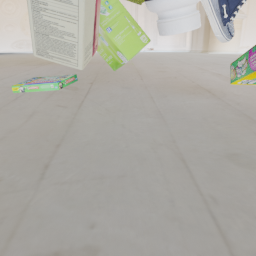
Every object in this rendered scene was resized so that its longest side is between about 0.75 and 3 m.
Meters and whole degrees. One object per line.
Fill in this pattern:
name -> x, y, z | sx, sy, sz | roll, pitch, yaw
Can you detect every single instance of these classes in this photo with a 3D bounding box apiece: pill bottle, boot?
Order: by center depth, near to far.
pill bottle -> 0.854, -3.040, 5.542 | 1.221, 2.192, 1.221 | -12, 24, 6
boot -> 2.802, -3.279, 7.631 | 1.112, 0.895, 2.462 | -4, -23, 35

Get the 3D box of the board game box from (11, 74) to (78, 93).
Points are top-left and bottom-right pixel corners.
board game box -> -1.514, -0.819, 5.137 | 0.988, 0.144, 0.665 | 0, 22, 21

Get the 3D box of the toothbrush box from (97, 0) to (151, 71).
toothbrush box -> -0.614, -2.914, 8.148 | 0.965, 2.242, 1.632 | -43, 13, -12

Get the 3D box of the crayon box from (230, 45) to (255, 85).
crayon box -> 3.850, -1.516, 6.935 | 2.028, 0.685, 2.350 | 2, 2, 6

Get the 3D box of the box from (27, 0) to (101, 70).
box -> -1.073, -1.989, 4.858 | 1.019, 1.594, 0.868 | 18, 46, 5

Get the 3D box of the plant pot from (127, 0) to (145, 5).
plant pot -> 0.135, -4.380, 8.756 | 0.963, 1.047, 1.047 | 17, 11, -23
